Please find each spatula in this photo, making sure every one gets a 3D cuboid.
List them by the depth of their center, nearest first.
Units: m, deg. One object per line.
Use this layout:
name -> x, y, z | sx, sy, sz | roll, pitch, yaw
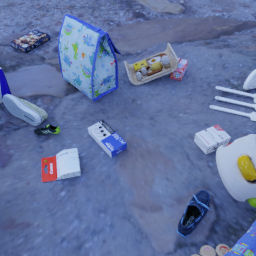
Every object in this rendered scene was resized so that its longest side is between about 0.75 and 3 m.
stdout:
spatula -> 4.352, -0.920, 10.596 | 2.293, 0.184, 1.595 | 15, 53, 15

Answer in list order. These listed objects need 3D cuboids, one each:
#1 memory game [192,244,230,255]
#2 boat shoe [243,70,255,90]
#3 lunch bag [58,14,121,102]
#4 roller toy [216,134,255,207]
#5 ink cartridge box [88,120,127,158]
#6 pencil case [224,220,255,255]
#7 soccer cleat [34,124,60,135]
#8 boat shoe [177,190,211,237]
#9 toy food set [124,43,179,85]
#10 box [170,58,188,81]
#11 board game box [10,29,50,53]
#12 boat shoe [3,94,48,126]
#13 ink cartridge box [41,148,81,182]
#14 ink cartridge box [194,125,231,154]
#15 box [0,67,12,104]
memory game -> 2.189, 3.410, 6.163 | 1.879, 0.120, 1.879 | -1, 36, 1
boat shoe -> 5.373, -1.959, 11.294 | 1.926, 0.693, 0.660 | -26, 50, -35
lunch bag -> -1.516, -2.751, 10.633 | 2.212, 2.602, 1.658 | 35, 56, 30
roller toy -> 3.170, 1.003, 7.303 | 1.213, 1.736, 1.584 | -28, 32, 32
ink cartridge box -> -0.693, 0.329, 9.262 | 0.638, 0.300, 1.358 | -30, 53, -24
pencil case -> 2.969, 2.705, 6.430 | 1.933, 0.840, 0.754 | -25, 44, -35
soccer cleat -> -2.758, 0.037, 9.500 | 0.894, 0.362, 0.302 | -3, 46, -3
boat shoe -> 1.809, 2.181, 7.329 | 0.618, 0.505, 1.470 | 22, 50, 20
toy food set -> 0.933, -2.730, 11.674 | 2.097, 0.633, 1.505 | -20, 46, 6
box -> 2.163, -2.483, 11.856 | 0.492, 0.471, 0.987 | 17, 48, 15
board game box -> -4.768, -4.285, 13.731 | 1.071, 0.274, 1.581 | 26, 51, 23
boat shoe -> -3.716, -0.675, 10.100 | 1.867, 0.672, 0.579 | 32, 37, 17
ink cartridge box -> -2.060, 1.108, 8.529 | 1.160, 0.274, 0.928 | -8, 47, -10
ink cartridge box -> 2.740, 0.369, 9.161 | 0.932, 0.386, 0.684 | -20, 49, -18
box -> -6.202, -1.500, 10.234 | 2.498, 1.425, 2.717 | 33, 55, 28
